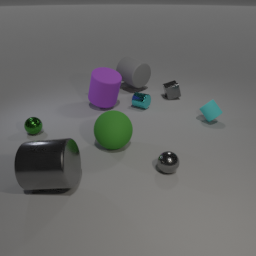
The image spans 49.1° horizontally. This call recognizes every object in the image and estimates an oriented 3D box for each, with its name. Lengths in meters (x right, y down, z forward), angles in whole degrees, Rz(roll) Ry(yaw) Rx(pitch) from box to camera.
[{"bbox_3d":[-0.529,0.066,10.050,1.400,1.400,1.400,0,27,0],"label":"ball"},{"bbox_3d":[-1.103,-1.906,13.192,1.400,1.400,1.400,9,40,-8],"label":"cylinder"},{"bbox_3d":[2.287,-1.973,14.604,0.700,0.700,0.700,-18,28,1],"label":"cube"},{"bbox_3d":[3.543,-0.742,11.965,0.700,0.700,0.700,-31,84,-45],"label":"cylinder"},{"bbox_3d":[-3.755,-0.094,11.123,0.700,0.700,0.700,0,27,0],"label":"ball"},{"bbox_3d":[0.302,-3.087,15.477,1.400,1.400,1.400,-21,39,-35],"label":"cylinder"},{"bbox_3d":[0.646,-1.329,13.483,0.700,0.700,0.700,15,31,30],"label":"cylinder"},{"bbox_3d":[-2.223,1.031,7.956,1.400,1.400,1.400,-5,26,10],"label":"cylinder"},{"bbox_3d":[1.273,1.081,8.842,0.700,0.700,0.700,0,27,0],"label":"ball"}]
